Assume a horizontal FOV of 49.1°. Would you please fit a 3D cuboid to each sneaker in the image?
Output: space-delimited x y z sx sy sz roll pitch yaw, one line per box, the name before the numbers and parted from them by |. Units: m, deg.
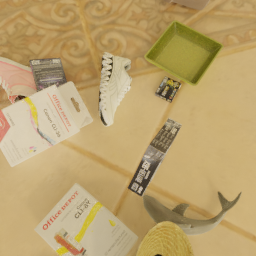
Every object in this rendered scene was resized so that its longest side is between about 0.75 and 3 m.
sneaker | -0.398 -1.249 8.783 1.025 0.951 2.530 6 68 -7
sneaker | -3.734 -1.419 8.814 2.308 0.869 1.207 17 63 3

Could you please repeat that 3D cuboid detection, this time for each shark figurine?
shark figurine | 1.690 2.356 7.163 2.513 1.049 1.501 -4 68 0

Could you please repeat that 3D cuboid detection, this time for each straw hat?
straw hat | 0.425 3.623 6.435 1.202 2.841 2.841 -16 60 39

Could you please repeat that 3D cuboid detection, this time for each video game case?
video game case | -2.413 -1.487 8.771 1.003 0.133 1.403 -15 89 -35

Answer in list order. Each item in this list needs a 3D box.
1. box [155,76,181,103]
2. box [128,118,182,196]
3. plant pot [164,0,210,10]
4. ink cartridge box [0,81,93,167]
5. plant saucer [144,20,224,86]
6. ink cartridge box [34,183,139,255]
box | 1.311 -1.260 9.130 0.607 0.185 0.753 27 70 14
box | 0.464 0.441 4.616 0.287 0.910 1.154 29 30 10
plant pot | 2.301 -5.103 10.073 1.550 1.777 1.777 28 69 -7
ink cartridge box | -2.422 -0.220 8.015 2.613 0.882 1.522 -29 98 -12
plant saucer | 1.867 -2.468 9.484 1.990 0.477 1.988 33 71 13
ink cartridge box | -1.020 2.677 7.067 2.119 0.884 1.538 37 72 15
